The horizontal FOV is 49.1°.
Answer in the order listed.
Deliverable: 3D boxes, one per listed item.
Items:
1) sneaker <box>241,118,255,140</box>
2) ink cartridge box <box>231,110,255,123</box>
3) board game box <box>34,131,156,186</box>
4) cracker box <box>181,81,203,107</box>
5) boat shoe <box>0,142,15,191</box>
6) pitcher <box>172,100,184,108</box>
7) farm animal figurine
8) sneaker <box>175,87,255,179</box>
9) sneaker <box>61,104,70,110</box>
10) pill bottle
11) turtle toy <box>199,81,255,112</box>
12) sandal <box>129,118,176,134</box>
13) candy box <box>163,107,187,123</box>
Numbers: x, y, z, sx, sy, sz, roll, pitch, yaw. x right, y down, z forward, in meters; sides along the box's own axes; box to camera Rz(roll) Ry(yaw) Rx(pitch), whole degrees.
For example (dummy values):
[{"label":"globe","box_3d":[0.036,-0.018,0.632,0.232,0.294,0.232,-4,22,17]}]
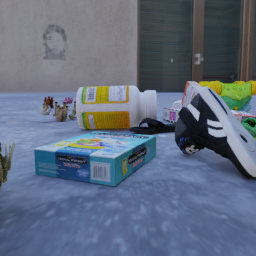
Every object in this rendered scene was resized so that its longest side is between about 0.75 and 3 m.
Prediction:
[{"label":"sneaker","box_3d":[3.074,0.012,6.798,0.479,0.541,1.294,6,10,41]},{"label":"ink cartridge box","box_3d":[3.329,-0.232,8.386,0.901,0.416,1.653,5,11,4]},{"label":"board game box","box_3d":[-0.429,0.408,4.667,1.333,0.414,1.766,4,10,23]},{"label":"cracker box","box_3d":[2.640,-1.066,10.767,0.431,1.002,1.496,-1,30,-19]},{"label":"boat shoe","box_3d":[-1.398,0.606,2.417,0.726,0.849,2.315,3,18,-11]},{"label":"pitcher","box_3d":[2.200,-0.834,12.142,0.928,0.656,1.082,-2,-3,29]},{"label":"farm animal figurine","box_3d":[-2.452,-0.632,10.538,1.517,0.791,1.500,6,20,-8]},{"label":"sneaker","box_3d":[1.441,0.280,4.818,0.733,1.122,2.006,24,32,-29]},{"label":"sneaker","box_3d":[-3.328,-1.122,14.546,0.810,0.402,0.316,5,10,28]},{"label":"pill bottle","box_3d":[-0.303,-0.617,8.316,2.265,1.258,1.258,-1,9,2]},{"label":"turtle toy","box_3d":[3.930,-1.186,11.520,2.092,1.451,2.871,-1,8,-5]},{"label":"sandal","box_3d":[0.753,-0.094,7.826,1.650,0.395,0.620,-5,10,-28]},{"label":"candy box","box_3d":[2.026,-0.432,9.826,1.073,0.480,1.574,-2,8,-17]}]
